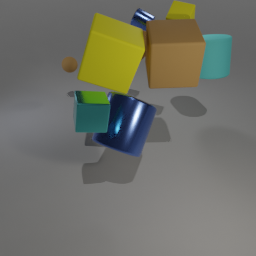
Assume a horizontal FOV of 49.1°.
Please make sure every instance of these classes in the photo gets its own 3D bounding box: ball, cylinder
[{"bbox_3d":[-2.593,-2.813,12.439,0.700,0.700,0.700,0,33,0],"label":"ball"},{"bbox_3d":[-0.099,-0.094,7.585,1.400,1.400,1.400,20,-1,1],"label":"cylinder"},{"bbox_3d":[3.107,-2.685,10.478,1.400,1.400,1.400,-4,25,2],"label":"cylinder"},{"bbox_3d":[0.555,-4.047,10.623,0.700,0.700,0.700,30,37,2],"label":"cylinder"}]

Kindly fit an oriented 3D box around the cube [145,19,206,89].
[{"bbox_3d":[1.247,-2.095,7.908,1.400,1.400,1.400,-2,46,0],"label":"cube"}]

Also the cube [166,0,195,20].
[{"bbox_3d":[1.628,-3.382,8.694,0.700,0.700,0.700,20,75,16],"label":"cube"}]

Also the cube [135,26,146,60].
[{"bbox_3d":[0.292,-2.703,9.058,0.700,0.700,0.700,20,72,-17],"label":"cube"}]

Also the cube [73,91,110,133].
[{"bbox_3d":[-0.825,-0.366,6.213,0.700,0.700,0.700,0,31,-16],"label":"cube"}]

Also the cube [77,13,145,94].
[{"bbox_3d":[-0.462,-2.018,7.594,1.400,1.400,1.400,15,37,-13],"label":"cube"}]
